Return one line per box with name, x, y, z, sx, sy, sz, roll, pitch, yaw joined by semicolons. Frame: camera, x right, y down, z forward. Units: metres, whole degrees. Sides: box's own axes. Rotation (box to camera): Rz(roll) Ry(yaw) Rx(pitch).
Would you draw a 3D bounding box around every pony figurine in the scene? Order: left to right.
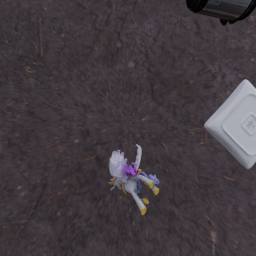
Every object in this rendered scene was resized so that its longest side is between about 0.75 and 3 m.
pony figurine;0.087;1.110;6.306;1.288;1.073;1.244;27;110;39

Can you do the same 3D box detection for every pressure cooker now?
pressure cooker;2.366;-3.295;6.573;1.677;1.475;1.498;7;90;-12

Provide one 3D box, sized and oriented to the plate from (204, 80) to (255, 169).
plate;2.384;-0.069;5.520;1.321;0.214;1.318;44;83;-7
